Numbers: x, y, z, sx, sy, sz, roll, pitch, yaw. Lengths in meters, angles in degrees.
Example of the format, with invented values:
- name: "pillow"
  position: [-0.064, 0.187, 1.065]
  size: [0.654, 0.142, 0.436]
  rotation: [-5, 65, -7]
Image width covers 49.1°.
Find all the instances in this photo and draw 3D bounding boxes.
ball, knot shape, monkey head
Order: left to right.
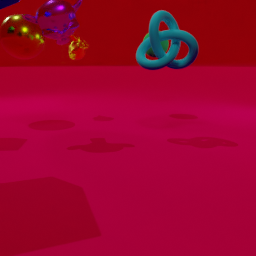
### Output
- name: "ball"
  position: [-3.230, -2.784, 8.599]
  size: [1.323, 1.323, 1.323]
  rotation: [0, 14, 0]
- name: "monkey head"
  position: [-1.671, -2.512, 6.663]
  size: [1.445, 0.871, 1.039]
  rotation: [-21, -2, -11]
- name: "monkey head"
  position: [-1.769, -2.719, 9.398]
  size: [0.693, 0.827, 1.149]
  rotation: [-40, 24, 19]
- name: "ball"
  position: [0.968, -2.936, 9.814]
  size: [0.909, 0.909, 0.909]
  rotation: [0, 14, 0]
- name: "knot shape"
  position: [0.836, -1.950, 6.806]
  size: [1.393, 1.488, 0.688]
  rotation: [-36, 6, 1]

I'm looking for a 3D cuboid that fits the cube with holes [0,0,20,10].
- name: "cube with holes"
  position: [-2.609, -2.462, 4.015]
  size: [1.266, 1.266, 1.266]
  rotation: [-35, 66, -23]
